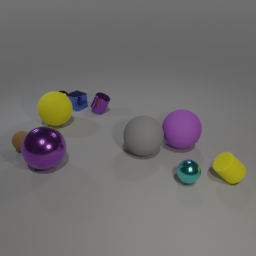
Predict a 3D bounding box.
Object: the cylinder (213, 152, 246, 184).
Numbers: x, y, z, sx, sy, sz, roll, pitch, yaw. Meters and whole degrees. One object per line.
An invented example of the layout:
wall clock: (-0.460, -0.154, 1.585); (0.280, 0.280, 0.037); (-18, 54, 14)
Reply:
cylinder: (3.043, 1.197, 8.424); (0.700, 0.700, 0.700); (41, 22, -20)

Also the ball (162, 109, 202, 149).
ball: (1.917, 0.034, 10.020); (1.400, 1.400, 1.400); (0, 29, 0)

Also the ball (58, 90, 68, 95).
ball: (-3.159, -1.463, 13.482); (0.700, 0.700, 0.700); (0, 29, 0)

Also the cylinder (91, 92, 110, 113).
cylinder: (-1.247, -1.139, 12.706); (0.700, 0.700, 0.700); (20, 33, -13)

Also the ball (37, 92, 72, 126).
ball: (-3.011, -0.802, 11.588); (1.400, 1.400, 1.400); (0, 29, 0)

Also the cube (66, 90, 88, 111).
cube: (-2.405, -1.292, 13.243); (0.700, 0.700, 0.700); (20, 35, 32)

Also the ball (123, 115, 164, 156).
ball: (0.539, 0.265, 9.709); (1.400, 1.400, 1.400); (0, 29, 0)

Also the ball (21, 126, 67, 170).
ball: (-2.695, 0.641, 9.015); (1.400, 1.400, 1.400); (0, 29, 0)

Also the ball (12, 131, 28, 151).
ball: (-3.760, 0.455, 9.966); (0.700, 0.700, 0.700); (0, 29, 0)

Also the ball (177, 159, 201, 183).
ball: (1.814, 1.287, 8.324); (0.700, 0.700, 0.700); (0, 29, 0)
